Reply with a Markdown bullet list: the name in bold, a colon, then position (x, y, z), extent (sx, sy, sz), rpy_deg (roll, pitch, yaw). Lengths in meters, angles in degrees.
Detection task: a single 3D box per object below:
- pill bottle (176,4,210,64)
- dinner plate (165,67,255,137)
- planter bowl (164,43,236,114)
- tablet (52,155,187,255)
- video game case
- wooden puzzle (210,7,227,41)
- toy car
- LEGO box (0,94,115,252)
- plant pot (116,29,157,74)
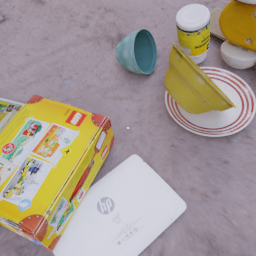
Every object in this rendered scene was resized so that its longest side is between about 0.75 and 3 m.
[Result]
- **pill bottle**: position (1.831, -2.534, 7.783), extent (0.872, 1.550, 0.872), rpy_deg (-7, 61, 13)
- **dinner plate**: position (2.135, -0.710, 7.385), extent (2.316, 0.281, 2.316), rpy_deg (-3, 55, 4)
- **planter bowl**: position (1.476, -0.950, 6.554), extent (0.863, 2.073, 2.073), rpy_deg (-45, 58, 20)
- **tablet**: position (-0.280, 1.831, 5.767), extent (2.649, 0.181, 1.724), rpy_deg (-35, 62, -22)
- **video game case**: position (-3.870, 0.125, 6.687), extent (2.300, 0.279, 2.527), rpy_deg (14, 49, 9)
- **wooden puzzle**: position (3.184, -3.369, 9.278), extent (1.660, 0.288, 2.460), rpy_deg (-33, 62, -26)
- **toy car**: position (4.000, -2.711, 7.361), extent (2.154, 2.514, 2.872), rpy_deg (-34, 53, -26)
- **LEGO box**: position (-1.785, 0.759, 5.871), extent (2.001, 1.037, 2.686), rpy_deg (18, 57, 19)
- **plant pot**: position (0.179, -2.133, 7.973), extent (0.819, 1.222, 1.222), rpy_deg (4, 51, 36)
